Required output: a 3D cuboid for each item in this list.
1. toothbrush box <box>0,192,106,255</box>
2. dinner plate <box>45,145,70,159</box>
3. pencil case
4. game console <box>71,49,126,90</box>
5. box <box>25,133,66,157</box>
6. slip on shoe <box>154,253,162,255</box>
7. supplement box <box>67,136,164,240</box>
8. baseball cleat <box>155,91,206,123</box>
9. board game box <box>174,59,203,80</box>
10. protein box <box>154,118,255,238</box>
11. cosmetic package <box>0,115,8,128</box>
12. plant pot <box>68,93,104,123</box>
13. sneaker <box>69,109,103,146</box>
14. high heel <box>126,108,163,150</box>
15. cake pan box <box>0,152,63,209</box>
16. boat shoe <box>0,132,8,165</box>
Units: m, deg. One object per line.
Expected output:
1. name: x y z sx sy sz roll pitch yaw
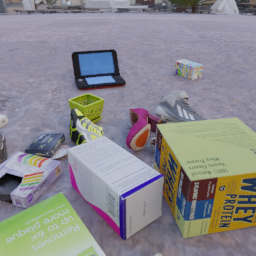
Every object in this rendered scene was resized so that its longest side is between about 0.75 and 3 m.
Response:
1. toothbrush box: -1.200 2.476 3.939 1.983 1.173 2.724 -23 37 -25
2. dinner plate: -2.117 0.745 8.418 0.785 0.095 0.785 -8 25 4
3. pencil case: 1.174 0.275 8.894 0.585 0.509 1.307 47 40 2
4. game console: -1.489 -2.977 14.091 2.408 1.429 2.076 -8 29 -14
5. box: -2.525 0.523 8.627 0.843 0.273 1.069 -1 28 14
6. slip on shoe: 0.718 2.741 4.437 0.448 0.543 1.465 -43 44 4
7. supplement box: -0.361 1.234 6.471 1.165 1.140 2.253 -21 35 -34
8. baseball cleat: 2.046 -0.603 9.746 2.412 1.284 0.841 20 -1 34
9. board game box: 3.269 -3.207 15.267 0.734 0.721 1.399 -18 33 -30
10. protein box: 1.977 0.987 6.507 2.237 1.520 2.254 -5 28 -10
11. cosmetic package: -4.857 -0.291 10.220 0.799 0.324 0.451 10 29 20
12. plant pot: -1.512 -0.650 10.293 0.968 0.882 0.972 25 36 37
13. sneaker: -1.311 0.156 8.986 0.873 0.861 2.284 -6 38 -26
14. high heel: 0.155 -0.035 9.095 1.290 0.904 2.683 21 18 17
15. cake pan box: -2.729 1.284 7.165 1.487 0.422 1.615 9 29 20
16. boat shoe: -4.119 0.416 8.499 0.791 0.674 2.366 -15 31 -26
